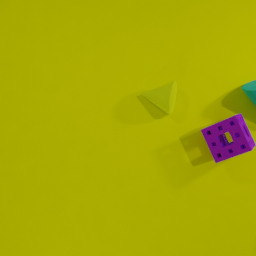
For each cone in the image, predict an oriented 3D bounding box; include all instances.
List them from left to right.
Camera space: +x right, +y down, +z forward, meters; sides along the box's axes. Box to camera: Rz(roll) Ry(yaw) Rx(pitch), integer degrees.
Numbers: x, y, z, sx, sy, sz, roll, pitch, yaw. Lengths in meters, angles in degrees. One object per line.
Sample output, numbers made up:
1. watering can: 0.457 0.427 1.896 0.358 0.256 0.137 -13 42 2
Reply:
1. cone: 0.763 -0.864 7.498 0.914 0.911 0.911 10 79 18
2. cone: 3.892 -0.500 7.390 1.469 1.469 1.475 -17 106 -3

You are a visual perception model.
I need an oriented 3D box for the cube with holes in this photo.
1. cube with holes: 2.508 0.238 6.968 0.881 0.881 0.881 -27 82 29
